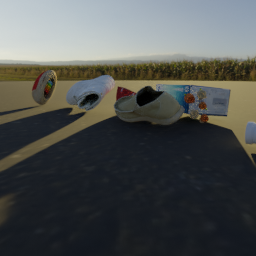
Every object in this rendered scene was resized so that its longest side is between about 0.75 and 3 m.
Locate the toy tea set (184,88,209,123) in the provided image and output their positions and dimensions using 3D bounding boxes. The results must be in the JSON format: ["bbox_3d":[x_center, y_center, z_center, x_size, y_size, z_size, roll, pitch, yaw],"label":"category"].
[{"bbox_3d":[1.710,-0.525,6.949,0.523,0.880,0.326,-13,14,3],"label":"toy tea set"}]

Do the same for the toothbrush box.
[{"bbox_3d":[1.890,-0.884,8.620,1.430,0.833,1.953,2,9,-24],"label":"toothbrush box"}]

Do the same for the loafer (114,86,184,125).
[{"bbox_3d":[0.427,-0.687,7.549,2.453,0.838,0.928,8,44,49],"label":"loafer"}]

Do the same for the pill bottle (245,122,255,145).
[{"bbox_3d":[2.658,0.138,5.110,0.911,0.528,0.528,7,14,32],"label":"pill bottle"}]

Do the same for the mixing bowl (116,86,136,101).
[{"bbox_3d":[0.006,-0.940,9.826,1.126,0.610,1.126,26,-2,1],"label":"mixing bowl"}]

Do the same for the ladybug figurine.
[{"bbox_3d":[-3.650,-1.803,12.143,0.614,1.706,1.158,13,-28,12],"label":"ladybug figurine"}]

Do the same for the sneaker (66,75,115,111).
[{"bbox_3d":[-1.755,-1.191,10.680,2.421,0.892,1.399,-17,27,36],"label":"sneaker"}]
